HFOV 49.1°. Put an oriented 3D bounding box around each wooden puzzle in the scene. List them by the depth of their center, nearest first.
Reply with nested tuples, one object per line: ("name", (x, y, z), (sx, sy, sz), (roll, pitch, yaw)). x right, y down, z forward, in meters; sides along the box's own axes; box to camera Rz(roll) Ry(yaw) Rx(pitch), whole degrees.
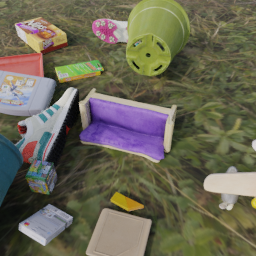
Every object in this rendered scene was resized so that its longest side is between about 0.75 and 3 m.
("wooden puzzle", (-0.158, 2.252, 5.817), (1.242, 0.215, 1.842), (13, 45, 19))

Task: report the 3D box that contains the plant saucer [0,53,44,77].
("plant saucer", (-4.061, -1.940, 10.047), (2.056, 0.378, 2.059), (-10, 44, -10))

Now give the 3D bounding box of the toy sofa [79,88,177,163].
("toy sofa", (-0.045, -0.112, 7.636), (2.593, 1.074, 1.265), (14, 44, 14))

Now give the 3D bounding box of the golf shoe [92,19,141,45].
("golf shoe", (-0.261, -4.165, 12.121), (2.573, 0.969, 1.177), (18, 32, 14))

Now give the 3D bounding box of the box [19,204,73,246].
("box", (-1.680, 1.980, 5.818), (0.686, 0.181, 0.879), (21, 19, 19))

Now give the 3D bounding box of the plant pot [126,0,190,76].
("plant pot", (0.853, -2.873, 9.342), (2.301, 2.301, 2.185), (9, 41, 9))

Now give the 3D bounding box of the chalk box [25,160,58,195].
("chalk box", (-2.030, 1.098, 6.552), (0.506, 0.818, 0.509), (8, 44, 8))

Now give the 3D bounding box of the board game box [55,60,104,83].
("board game box", (-1.778, -2.114, 10.335), (1.654, 0.248, 0.790), (-16, 47, -13))

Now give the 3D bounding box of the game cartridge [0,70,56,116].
("game cartridge", (-3.496, -1.079, 8.835), (2.129, 0.442, 1.417), (9, 55, 0))

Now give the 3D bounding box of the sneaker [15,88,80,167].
("sneaker", (-2.255, -0.218, 7.764), (1.359, 1.024, 2.908), (10, 47, 3))

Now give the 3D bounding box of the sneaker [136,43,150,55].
("sneaker", (0.602, -3.226, 11.391), (0.972, 0.406, 0.587), (-19, 56, -17))

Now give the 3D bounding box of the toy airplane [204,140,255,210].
("toy airplane", (3.123, 1.305, 5.766), (2.312, 1.639, 2.322), (-43, 66, 3))

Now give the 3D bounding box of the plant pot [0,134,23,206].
("plant pot", (-3.798, 1.426, 4.950), (2.976, 2.976, 2.797), (6, 60, 6))

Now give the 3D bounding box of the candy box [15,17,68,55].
("candy box", (-3.722, -3.993, 12.007), (1.293, 0.626, 2.216), (-29, 52, -28))
